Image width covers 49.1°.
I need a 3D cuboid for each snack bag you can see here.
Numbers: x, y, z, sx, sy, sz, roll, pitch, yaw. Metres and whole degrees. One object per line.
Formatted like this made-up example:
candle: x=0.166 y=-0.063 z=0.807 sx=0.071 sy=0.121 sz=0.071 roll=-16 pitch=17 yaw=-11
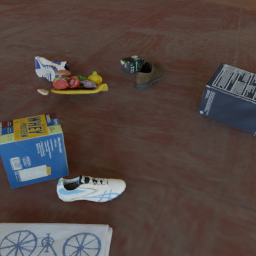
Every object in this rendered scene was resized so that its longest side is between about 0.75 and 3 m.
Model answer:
snack bag: x=-1.629 y=2.754 z=4.675 sx=2.573 sy=0.292 sz=2.729 roll=0 pitch=34 yaw=2

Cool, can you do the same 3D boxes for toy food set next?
toy food set: x=-1.998 y=-1.720 z=10.263 sx=2.520 sy=0.823 sz=1.483 roll=-4 pitch=14 yaw=-18

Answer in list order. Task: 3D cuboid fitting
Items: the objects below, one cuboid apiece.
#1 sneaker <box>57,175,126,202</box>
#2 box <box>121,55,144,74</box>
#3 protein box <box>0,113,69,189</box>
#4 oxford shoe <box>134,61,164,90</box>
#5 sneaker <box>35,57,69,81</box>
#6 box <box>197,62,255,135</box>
sneaker: x=-0.836 y=1.359 z=6.476 sx=1.590 sy=0.576 sz=0.571 roll=-3 pitch=33 yaw=-7
box: x=0.197 y=-2.864 z=12.671 sx=0.880 sy=0.547 sz=0.653 roll=-20 pitch=39 yaw=-27
protein box: x=-2.305 y=0.541 z=6.928 sx=1.403 sy=1.393 sz=0.947 roll=-12 pitch=36 yaw=-17
oxford shoe: x=0.971 y=-2.386 z=11.677 sx=0.783 sy=0.909 sz=2.154 roll=14 pitch=35 yaw=22
sneaker: x=-3.197 y=-2.542 z=12.143 sx=1.097 sy=0.767 sz=1.899 roll=-16 pitch=35 yaw=-38
box: x=3.570 y=-1.004 z=9.150 sx=1.914 sy=1.189 sz=1.929 roll=24 pitch=44 yaw=20
